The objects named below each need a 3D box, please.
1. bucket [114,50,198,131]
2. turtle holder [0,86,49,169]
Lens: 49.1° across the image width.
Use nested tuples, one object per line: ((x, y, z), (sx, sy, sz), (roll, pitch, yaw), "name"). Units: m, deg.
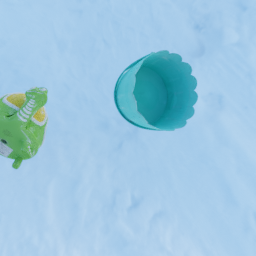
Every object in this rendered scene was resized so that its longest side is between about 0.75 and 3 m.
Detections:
((0.508, -0.671, 5.515), (1.527, 0.993, 1.527), (0, 89, -27), "bucket")
((-2.337, -0.171, 5.784), (1.397, 1.838, 1.306), (18, 50, 4), "turtle holder")
